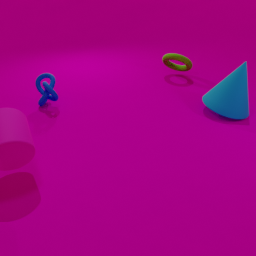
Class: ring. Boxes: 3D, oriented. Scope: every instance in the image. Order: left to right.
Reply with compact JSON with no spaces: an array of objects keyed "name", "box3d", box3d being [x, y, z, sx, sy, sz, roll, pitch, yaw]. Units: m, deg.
[{"name":"ring","box3d":[2.175,-2.885,12.381,1.366,0.273,1.366,18,-7,3]}]

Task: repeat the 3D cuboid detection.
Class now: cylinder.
[{"name":"cylinder","box3d":[-2.727,0.256,6.338,1.038,1.038,1.038,-14,54,-21]}]

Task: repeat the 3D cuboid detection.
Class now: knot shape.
[{"name":"knot shape","box3d":[-2.918,-1.423,10.001,0.556,1.126,1.204,-3,-13,-38]}]

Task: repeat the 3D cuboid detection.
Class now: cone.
[{"name":"cone","box3d":[3.592,-1.446,9.383,1.673,1.679,1.673,10,34,-7]}]
